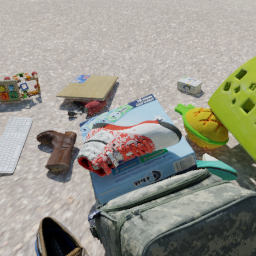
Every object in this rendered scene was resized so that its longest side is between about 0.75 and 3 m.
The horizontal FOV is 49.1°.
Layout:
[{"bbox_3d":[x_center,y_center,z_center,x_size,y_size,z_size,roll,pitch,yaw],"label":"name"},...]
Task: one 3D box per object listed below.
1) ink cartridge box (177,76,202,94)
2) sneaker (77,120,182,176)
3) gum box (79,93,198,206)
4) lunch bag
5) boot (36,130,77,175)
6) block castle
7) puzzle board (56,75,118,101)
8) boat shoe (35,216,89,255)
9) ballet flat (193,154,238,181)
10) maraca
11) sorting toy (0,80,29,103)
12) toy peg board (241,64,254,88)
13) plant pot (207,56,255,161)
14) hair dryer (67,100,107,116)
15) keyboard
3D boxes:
[{"bbox_3d":[2.464,-1.726,11.206,0.821,0.359,0.597,26,43,29],"label":"ink cartridge box"},{"bbox_3d":[-0.046,0.522,6.298,2.392,0.799,1.282,1,46,30],"label":"sneaker"},{"bbox_3d":[0.089,0.409,7.490,2.431,0.637,2.862,-23,38,-1],"label":"gum box"},{"bbox_3d":[0.806,1.865,5.133,2.617,1.823,2.195,-15,14,-22],"label":"lunch bag"},{"bbox_3d":[-2.157,0.691,7.876,1.317,0.454,1.414,-6,44,12],"label":"boot"},{"bbox_3d":[-4.032,-1.676,10.752,1.247,0.833,0.585,-17,45,-21],"label":"block castle"},{"bbox_3d":[-1.500,-1.602,10.994,1.787,0.206,2.371,4,30,11],"label":"puzzle board"},{"bbox_3d":[-0.990,2.563,4.839,0.912,0.914,2.526,-27,44,-32],"label":"boat shoe"},{"bbox_3d":[1.816,0.969,7.192,1.925,0.648,0.678,1,54,3],"label":"ballet flat"},{"bbox_3d":[2.191,-0.154,8.385,1.354,1.057,1.975,3,37,-32],"label":"maraca"},{"bbox_3d":[-4.389,-1.312,10.218,1.505,0.847,0.205,-5,26,-6],"label":"sorting toy"},{"bbox_3d":[4.365,-1.429,9.666,1.905,1.897,0.932,-14,23,-19],"label":"toy peg board"},{"bbox_3d":[4.249,-0.650,7.117,2.829,2.567,2.815,12,32,-23],"label":"plant pot"},{"bbox_3d":[-1.465,-0.849,9.976,1.453,0.395,1.107,-3,35,-6],"label":"hair dryer"},{"bbox_3d":[-3.499,0.422,8.447,0.735,0.139,2.612,-2,36,-3],"label":"keyboard"}]
